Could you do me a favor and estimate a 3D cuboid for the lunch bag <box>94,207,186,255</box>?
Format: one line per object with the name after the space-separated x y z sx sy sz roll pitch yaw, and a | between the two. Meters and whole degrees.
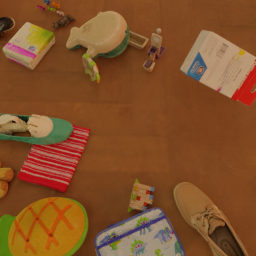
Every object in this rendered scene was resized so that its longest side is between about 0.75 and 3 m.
0.285 3.384 7.829 2.269 0.936 1.824 -19 63 -10 | lunch bag

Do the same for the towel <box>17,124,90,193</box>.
-2.456 0.840 9.411 1.721 0.268 2.380 16 65 7 | towel

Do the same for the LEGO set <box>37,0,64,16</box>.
-3.294 -5.300 12.324 1.185 0.486 0.452 18 96 3 | LEGO set

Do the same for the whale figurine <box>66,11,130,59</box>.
-1.145 -3.534 11.098 2.643 1.371 2.103 1 70 29 | whale figurine

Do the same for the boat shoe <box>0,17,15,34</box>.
-5.489 -3.966 11.322 1.805 0.599 0.675 -22 99 2 | boat shoe

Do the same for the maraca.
-2.514 2.902 7.710 2.902 1.553 1.990 -14 41 -1 | maraca

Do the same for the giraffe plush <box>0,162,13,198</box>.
-4.633 1.428 8.458 1.789 1.451 1.544 14 65 7 | giraffe plush

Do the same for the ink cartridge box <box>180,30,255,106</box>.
2.830 -1.692 8.087 2.244 0.755 1.304 25 107 -14 | ink cartridge box

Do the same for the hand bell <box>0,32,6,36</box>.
-5.972 -4.759 11.844 1.211 1.211 2.326 -41 82 -18 | hand bell

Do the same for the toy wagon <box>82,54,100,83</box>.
-1.339 -2.175 10.488 0.240 0.940 1.211 -31 69 -19 | toy wagon

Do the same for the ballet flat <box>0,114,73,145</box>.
-3.346 -0.015 9.266 2.923 1.029 0.984 1 67 6 | ballet flat

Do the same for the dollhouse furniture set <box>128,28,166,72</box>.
0.464 -3.354 10.866 1.807 1.282 1.432 27 67 12 | dollhouse furniture set

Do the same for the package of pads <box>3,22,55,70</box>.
-3.960 -3.328 11.241 1.352 0.597 1.750 25 66 10 | package of pads

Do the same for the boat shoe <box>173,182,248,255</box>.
2.432 2.722 8.124 1.021 0.924 2.865 -33 69 -15 | boat shoe

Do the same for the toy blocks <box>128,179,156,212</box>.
0.456 2.177 8.693 0.700 0.512 1.024 16 65 -4 | toy blocks

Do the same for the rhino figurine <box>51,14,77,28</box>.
-2.790 -4.502 11.943 1.116 0.334 0.488 -32 49 -13 | rhino figurine
